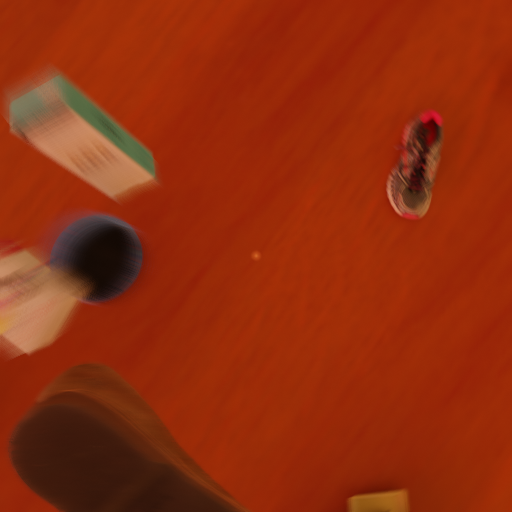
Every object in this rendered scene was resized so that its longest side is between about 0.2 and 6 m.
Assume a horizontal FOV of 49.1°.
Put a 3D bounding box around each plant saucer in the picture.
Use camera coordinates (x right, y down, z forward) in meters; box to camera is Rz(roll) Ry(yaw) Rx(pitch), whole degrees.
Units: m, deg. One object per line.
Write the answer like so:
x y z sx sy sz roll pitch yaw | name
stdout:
1.863 3.988 8.525 0.846 0.205 0.846 -6 93 -1 | plant saucer

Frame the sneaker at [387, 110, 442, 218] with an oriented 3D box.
2.576 -1.483 9.032 0.715 0.662 1.772 9 83 1 | sneaker

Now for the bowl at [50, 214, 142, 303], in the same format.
-2.047 0.062 7.301 1.202 0.236 1.202 -13 114 -32 | bowl

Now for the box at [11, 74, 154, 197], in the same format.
-2.002 -1.355 6.690 0.709 1.724 0.424 -21 62 17 | box

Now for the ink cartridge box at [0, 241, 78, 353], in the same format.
-2.755 0.465 6.508 1.089 0.451 0.794 35 104 7 | ink cartridge box

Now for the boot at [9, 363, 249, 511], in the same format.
-0.703 2.402 5.434 1.291 1.323 3.506 -37 102 5 | boot
